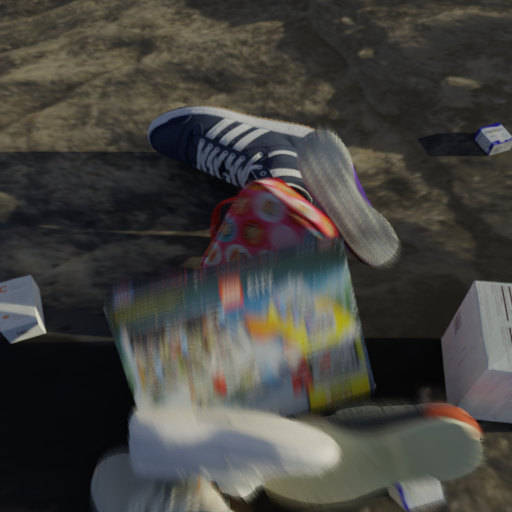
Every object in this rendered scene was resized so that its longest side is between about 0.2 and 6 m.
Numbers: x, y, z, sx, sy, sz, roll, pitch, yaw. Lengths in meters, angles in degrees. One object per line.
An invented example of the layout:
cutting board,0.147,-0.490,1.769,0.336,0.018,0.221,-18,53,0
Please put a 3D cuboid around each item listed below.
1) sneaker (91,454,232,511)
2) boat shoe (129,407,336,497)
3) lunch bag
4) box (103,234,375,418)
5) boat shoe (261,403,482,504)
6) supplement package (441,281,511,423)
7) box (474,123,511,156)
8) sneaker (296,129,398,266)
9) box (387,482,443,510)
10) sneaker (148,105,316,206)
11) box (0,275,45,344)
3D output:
sneaker,-0.805,3.286,6.768,3.464,1.593,1.311,21,58,29
boat shoe,-0.336,2.526,7.048,2.618,0.942,0.897,4,92,0
lunch bag,0.034,-0.151,8.971,1.844,2.093,0.857,40,26,11
box,-0.170,1.217,7.846,3.281,2.241,0.618,-15,13,-4
boat shoe,1.435,2.598,7.703,3.118,0.976,1.110,-13,95,15
supplement package,3.913,1.464,8.071,1.917,1.833,1.410,5,56,3
box,4.964,-2.439,11.692,0.522,0.298,0.568,-17,56,-12
sneaker,1.422,-0.877,9.426,0.869,1.243,2.500,-27,79,2
box,2.149,3.159,7.662,0.579,0.532,0.304,-12,88,-8
sneaker,-0.444,-1.697,10.605,3.548,1.243,1.925,7,54,1
box,-3.916,0.881,9.312,0.586,0.459,0.942,-16,57,-10
